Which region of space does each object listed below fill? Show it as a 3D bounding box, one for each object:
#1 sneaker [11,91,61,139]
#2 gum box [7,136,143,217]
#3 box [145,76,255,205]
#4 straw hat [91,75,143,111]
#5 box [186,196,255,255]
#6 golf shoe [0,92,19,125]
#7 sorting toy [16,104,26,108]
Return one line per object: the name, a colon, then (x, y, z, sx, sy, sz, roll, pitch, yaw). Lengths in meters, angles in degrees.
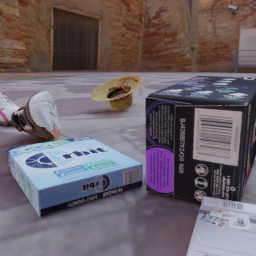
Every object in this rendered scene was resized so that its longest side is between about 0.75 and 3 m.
sneaker: (-2.300, -0.137, 6.850, 1.137, 1.070, 2.777, -11, -4, -11)
gum box: (-1.015, 0.677, 4.922, 1.710, 0.448, 2.013, -9, 16, -32)
box: (1.492, 0.025, 4.927, 1.413, 1.628, 2.664, 8, 20, 28)
straw hat: (-0.301, -1.278, 11.617, 2.335, 0.988, 2.335, -13, 31, 8)
box: (1.258, 1.251, 2.900, 1.162, 0.307, 1.490, 5, 14, 21)
golf shoe: (-4.153, -0.641, 9.201, 2.191, 1.009, 0.795, 8, 15, 25)
sorting toy: (-4.563, -0.850, 11.748, 0.919, 0.183, 1.244, -18, 25, -39)
